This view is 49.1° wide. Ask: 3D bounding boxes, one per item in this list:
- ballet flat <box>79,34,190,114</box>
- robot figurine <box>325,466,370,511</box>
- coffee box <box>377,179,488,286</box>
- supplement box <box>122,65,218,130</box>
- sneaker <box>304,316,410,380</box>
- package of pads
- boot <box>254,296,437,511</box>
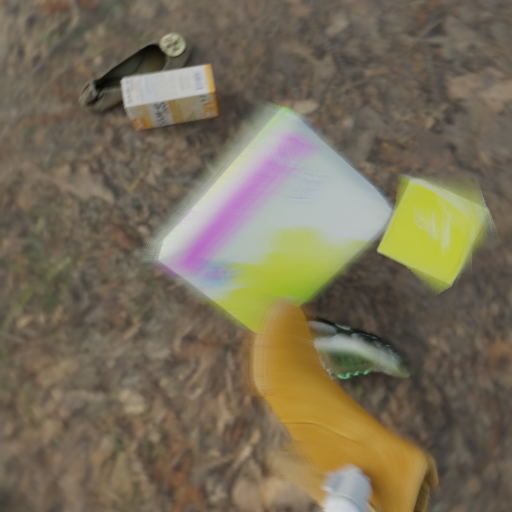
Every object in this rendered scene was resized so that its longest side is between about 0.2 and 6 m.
[{"bbox_3d":[-2.059,-3.145,9.512,2.151,0.499,0.725,-32,79,-7],"label":"ballet flat"},{"bbox_3d":[0.962,2.554,5.907,0.576,0.384,0.679,43,40,-3],"label":"robot figurine"},{"bbox_3d":[2.279,-0.340,7.174,0.998,0.989,1.000,27,106,18],"label":"coffee box"},{"bbox_3d":[-1.387,-2.573,9.182,1.421,0.895,0.522,-10,79,-2],"label":"supplement box"},{"bbox_3d":[1.338,1.548,8.417,1.915,0.736,0.848,19,108,1],"label":"sneaker"},{"bbox_3d":[0.266,-0.351,7.623,2.019,0.891,2.614,38,107,-16],"label":"package of pads"},{"bbox_3d":[1.097,1.949,6.648,1.017,2.070,2.891,-27,116,-40],"label":"boot"}]
